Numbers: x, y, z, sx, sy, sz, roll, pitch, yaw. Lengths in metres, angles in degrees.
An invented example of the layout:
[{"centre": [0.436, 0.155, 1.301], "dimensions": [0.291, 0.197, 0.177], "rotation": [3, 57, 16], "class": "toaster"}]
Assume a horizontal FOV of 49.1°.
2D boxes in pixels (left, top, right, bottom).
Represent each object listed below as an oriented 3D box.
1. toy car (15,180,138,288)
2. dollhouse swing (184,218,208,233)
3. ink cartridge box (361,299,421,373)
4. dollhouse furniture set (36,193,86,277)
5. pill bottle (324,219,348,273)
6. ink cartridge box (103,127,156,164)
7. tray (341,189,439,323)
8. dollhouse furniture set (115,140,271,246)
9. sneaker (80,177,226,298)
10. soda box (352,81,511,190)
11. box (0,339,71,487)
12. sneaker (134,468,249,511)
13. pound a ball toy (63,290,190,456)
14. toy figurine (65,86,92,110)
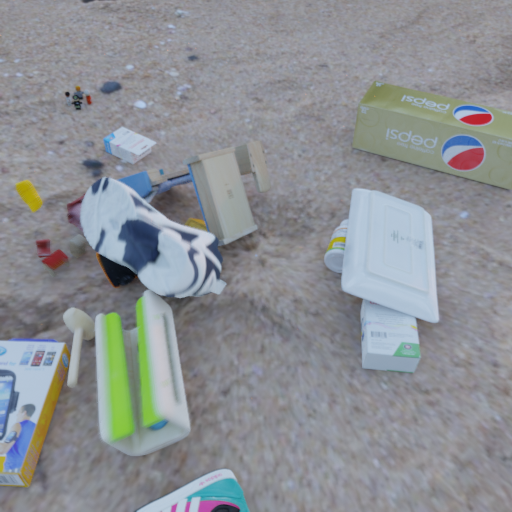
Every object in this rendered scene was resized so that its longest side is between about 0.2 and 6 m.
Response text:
[{"centre": [-3.041, -0.731, 10.758], "dimensions": [1.499, 3.055, 1.017], "rotation": [-46, 29, -10], "class": "toy car"}, {"centre": [-1.185, -0.377, 12.005], "dimensions": [0.722, 0.634, 0.656], "rotation": [27, 11, 27], "class": "dollhouse swing"}, {"centre": [2.364, 1.390, 9.999], "dimensions": [0.917, 0.552, 1.262], "rotation": [4, 47, 3], "class": "ink cartridge box"}, {"centre": [-3.849, -0.445, 11.533], "dimensions": [0.866, 0.655, 1.610], "rotation": [40, 56, 12], "class": "dollhouse furniture set"}, {"centre": [1.830, -0.231, 11.524], "dimensions": [0.618, 0.618, 1.113], "rotation": [14, 48, 13], "class": "pill bottle"}, {"centre": [-3.152, -2.742, 14.117], "dimensions": [1.210, 0.411, 0.697], "rotation": [27, 52, 24], "class": "ink cartridge box"}, {"centre": [2.745, -0.255, 11.141], "dimensions": [1.882, 0.389, 3.506], "rotation": [20, 40, -2], "class": "tray"}, {"centre": [-1.419, -1.215, 12.515], "dimensions": [2.792, 1.822, 2.636], "rotation": [-8, 12, 35], "class": "dollhouse furniture set"}, {"centre": [-1.789, -0.218, 10.626], "dimensions": [3.210, 2.089, 1.281], "rotation": [30, 92, 32], "class": "sneaker"}, {"centre": [4.490, -3.008, 13.706], "dimensions": [4.023, 1.363, 1.288], "rotation": [19, 49, 18], "class": "soda box"}, {"centre": [-4.087, 2.332, 9.097], "dimensions": [1.572, 0.548, 2.641], "rotation": [1, 47, 2], "class": "box"}, {"centre": [-0.927, 3.880, 7.396], "dimensions": [2.128, 0.890, 1.285], "rotation": [-24, 41, -23], "class": "sneaker"}, {"centre": [-2.151, 1.886, 9.300], "dimensions": [1.802, 1.174, 2.764], "rotation": [-27, 47, 9], "class": "pound a ball toy"}, {"centre": [-5.021, -4.472, 15.782], "dimensions": [0.626, 0.443, 0.636], "rotation": [31, 54, 27], "class": "toy figurine"}]
